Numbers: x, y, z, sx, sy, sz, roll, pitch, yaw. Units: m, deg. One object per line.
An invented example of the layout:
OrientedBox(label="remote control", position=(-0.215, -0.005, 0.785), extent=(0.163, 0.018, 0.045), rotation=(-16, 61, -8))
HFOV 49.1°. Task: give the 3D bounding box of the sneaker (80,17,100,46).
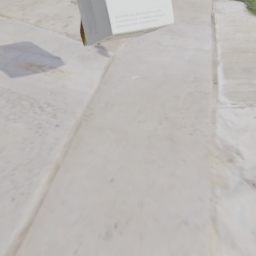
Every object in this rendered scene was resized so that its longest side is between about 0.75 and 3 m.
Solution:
OrientedBox(label="sneaker", position=(-0.970, -3.398, 8.775), extent=(0.909, 2.016, 0.756), rotation=(-13, 73, -20))

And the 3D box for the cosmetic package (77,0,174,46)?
OrientedBox(label="cosmetic package", position=(-0.179, -3.140, 7.001), extent=(1.670, 1.671, 2.026), rotation=(-18, 15, -20))
